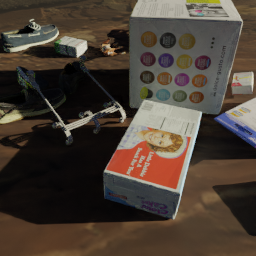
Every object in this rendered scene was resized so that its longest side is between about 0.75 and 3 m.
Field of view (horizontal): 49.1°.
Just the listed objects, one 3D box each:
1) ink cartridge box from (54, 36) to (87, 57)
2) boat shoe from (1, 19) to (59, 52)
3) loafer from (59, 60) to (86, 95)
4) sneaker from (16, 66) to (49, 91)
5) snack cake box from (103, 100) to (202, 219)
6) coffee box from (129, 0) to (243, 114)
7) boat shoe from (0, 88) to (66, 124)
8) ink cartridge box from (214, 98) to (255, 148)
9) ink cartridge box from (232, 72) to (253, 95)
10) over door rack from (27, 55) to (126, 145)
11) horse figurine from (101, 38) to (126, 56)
[{"bbox_3d":[-2.528,-3.617,12.461,1.179,0.490,0.864,18,42,21],"label":"ink cartridge box"},{"bbox_3d":[-4.559,-4.449,13.148,2.934,0.907,1.099,-32,49,-33],"label":"boat shoe"},{"bbox_3d":[-2.024,-2.062,10.340,0.766,0.760,2.103,1,38,3],"label":"loafer"},{"bbox_3d":[-3.482,-1.744,10.177,0.700,0.616,1.654,-25,54,-36],"label":"sneaker"},{"bbox_3d":[0.723,0.585,6.924,1.671,0.976,2.905,15,42,14],"label":"snack cake box"},{"bbox_3d":[1.640,-2.557,9.163,2.954,2.982,2.987,5,39,6],"label":"coffee box"},{"bbox_3d":[-3.125,-0.849,8.831,2.421,0.784,0.886,-25,45,-28],"label":"boat shoe"},{"bbox_3d":[4.055,-0.169,8.171,2.846,0.597,1.698,-21,44,-28],"label":"ink cartridge box"},{"bbox_3d":[4.058,-1.586,9.907,0.660,0.379,0.909,0,39,26],"label":"ink cartridge box"},{"bbox_3d":[-1.574,-0.866,8.600,1.972,0.889,2.670,-25,66,-26],"label":"over door rack"},{"bbox_3d":[-0.810,-3.528,12.437,1.027,0.387,1.550,-17,42,-19],"label":"horse figurine"}]
